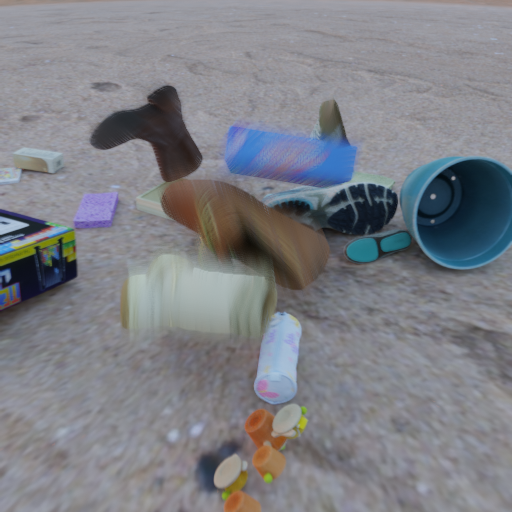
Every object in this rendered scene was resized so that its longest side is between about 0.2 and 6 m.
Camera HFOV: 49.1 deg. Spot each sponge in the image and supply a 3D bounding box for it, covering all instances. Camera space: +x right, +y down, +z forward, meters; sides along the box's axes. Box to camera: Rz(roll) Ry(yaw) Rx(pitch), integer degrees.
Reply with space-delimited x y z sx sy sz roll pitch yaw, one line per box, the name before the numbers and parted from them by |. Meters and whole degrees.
sponge | -3.638 -1.061 12.802 0.797 0.213 1.429 -3 32 -4

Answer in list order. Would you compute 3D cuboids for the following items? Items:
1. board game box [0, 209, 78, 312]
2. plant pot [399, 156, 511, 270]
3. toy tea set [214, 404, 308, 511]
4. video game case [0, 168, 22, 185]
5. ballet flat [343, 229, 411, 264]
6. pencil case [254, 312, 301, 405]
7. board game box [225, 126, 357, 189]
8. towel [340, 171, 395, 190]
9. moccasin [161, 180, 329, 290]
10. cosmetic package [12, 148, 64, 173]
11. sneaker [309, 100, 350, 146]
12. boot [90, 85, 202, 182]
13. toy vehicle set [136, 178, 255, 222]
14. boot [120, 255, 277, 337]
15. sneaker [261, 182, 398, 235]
board game box | -5.466 0.181 9.352 3.074 1.054 3.718 13 23 26
plant pot | 3.835 -1.046 11.191 2.118 2.118 1.990 -2 17 -4
toy tea set | 0.088 2.530 6.676 0.959 0.597 1.613 -13 33 51
video game case | -6.571 -2.072 14.558 0.817 0.103 0.898 -7 32 -12
ballet flat | 2.358 -0.179 11.220 1.599 0.539 0.509 -13 6 -21
pencil case | 0.340 1.474 8.246 0.602 0.657 1.448 14 33 -1
board game box | 0.523 -1.697 10.071 2.049 0.606 2.695 9 5 -1
towel | 2.588 -1.800 13.943 1.551 0.283 1.151 14 33 22
moccasin | -0.367 -0.345 9.658 3.214 1.176 1.241 32 46 16
cosmetic package | -5.809 -2.552 14.945 1.144 0.407 0.602 10 28 8
sneaker | 1.401 -2.339 11.589 0.917 2.042 0.685 -5 61 20
boot | -2.347 -2.338 12.640 2.233 2.396 0.769 -34 60 -12
toy vehicle set | -1.394 -1.227 12.970 2.376 0.315 1.476 17 35 26
boot | -0.687 0.563 8.415 2.021 0.947 2.601 3 6 6
sneaker | 1.523 -1.176 12.111 3.059 1.187 1.320 -5 29 -9
